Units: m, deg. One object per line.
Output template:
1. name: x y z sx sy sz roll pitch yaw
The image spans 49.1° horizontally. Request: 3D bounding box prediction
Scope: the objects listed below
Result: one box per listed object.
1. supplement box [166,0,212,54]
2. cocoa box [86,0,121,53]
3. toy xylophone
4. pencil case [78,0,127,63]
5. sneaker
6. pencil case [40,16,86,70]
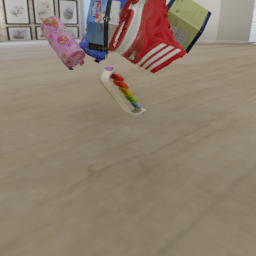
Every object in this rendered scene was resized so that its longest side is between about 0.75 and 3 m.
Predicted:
1. supplement box: 1.483 -2.906 7.680 1.166 0.783 1.167 31 52 -3
2. cocoa box: -0.624 -2.554 7.069 0.741 0.753 1.129 8 -20 -2
3. toy xylophone: -0.149 -0.651 5.041 0.267 1.062 0.777 -42 34 -8
4. pencil case: -0.585 -3.157 8.658 1.016 2.340 0.913 36 10 4
5. sneaker: 0.511 -1.873 5.213 1.246 2.157 0.845 33 -27 -22
6. pencil case: -1.857 -2.456 8.026 0.707 0.707 1.617 -21 67 -43
